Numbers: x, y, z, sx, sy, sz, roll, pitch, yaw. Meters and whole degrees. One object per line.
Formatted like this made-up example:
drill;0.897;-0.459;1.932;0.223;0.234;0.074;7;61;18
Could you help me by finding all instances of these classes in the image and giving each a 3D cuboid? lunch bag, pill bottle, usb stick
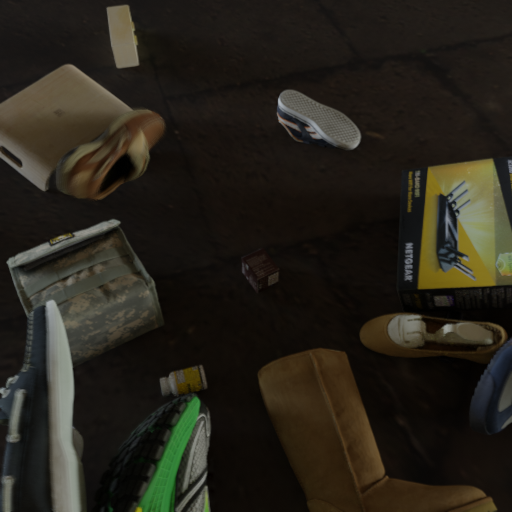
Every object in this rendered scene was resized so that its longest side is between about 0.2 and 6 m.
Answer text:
lunch bag;-2.502;0.351;8.024;1.672;1.199;2.039;-25;52;-19
pill bottle;-0.980;1.697;7.536;0.592;0.329;0.329;-12;54;-9
usb stick;2.798;1.147;8.059;0.245;0.144;0.882;16;55;15

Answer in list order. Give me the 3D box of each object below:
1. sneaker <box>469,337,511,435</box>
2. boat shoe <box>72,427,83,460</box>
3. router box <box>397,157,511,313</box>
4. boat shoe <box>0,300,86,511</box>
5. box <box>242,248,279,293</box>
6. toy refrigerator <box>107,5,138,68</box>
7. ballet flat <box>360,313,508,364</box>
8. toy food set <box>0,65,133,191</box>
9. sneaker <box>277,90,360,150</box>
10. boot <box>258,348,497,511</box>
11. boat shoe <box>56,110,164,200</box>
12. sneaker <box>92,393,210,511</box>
sneaker;3.785;1.475;7.182;2.534;0.889;1.040;-37;36;-23
boat shoe;-2.573;2.918;6.146;0.811;0.768;2.319;-14;49;30
router box;3.205;-0.357;8.494;1.958;0.650;2.490;-5;50;22
boat shoe;-2.392;1.717;6.042;0.800;1.002;2.651;-10;56;-10
box;0.062;0.227;8.590;0.394;0.398;0.480;-26;57;-18
toy refrigerator;-2.902;-4.820;12.271;0.531;0.576;1.518;-10;53;-7
ballet flat;2.440;1.052;7.725;1.975;0.622;0.678;3;61;9
toy food set;-3.629;-2.427;10.499;1.743;0.734;2.430;38;62;11
sneaker;1.144;-2.402;10.424;1.705;0.677;0.669;36;63;13
boot;1.365;2.235;6.834;2.185;0.825;2.495;-12;53;-8
boat shoe;-2.293;-1.660;9.606;0.902;0.924;2.442;26;49;15
sneaker;-1.010;3.096;6.100;1.456;1.334;3.418;35;39;-24
